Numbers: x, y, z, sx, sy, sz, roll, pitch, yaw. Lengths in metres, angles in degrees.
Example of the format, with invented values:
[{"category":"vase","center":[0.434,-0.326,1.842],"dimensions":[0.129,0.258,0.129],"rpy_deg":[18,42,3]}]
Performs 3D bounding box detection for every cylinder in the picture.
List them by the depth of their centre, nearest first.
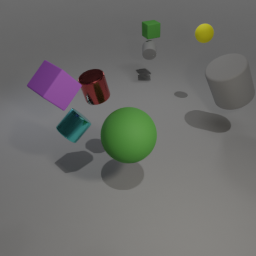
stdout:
[{"category":"cylinder","center":[-0.888,-1.091,7.441],"dimensions":[0.700,0.700,0.700],"rpy_deg":[-8,43,8]},{"category":"cylinder","center":[-1.485,-0.066,7.692],"dimensions":[0.700,0.700,0.700],"rpy_deg":[-50,43,2]},{"category":"cylinder","center":[3.531,-1.591,9.687],"dimensions":[1.400,1.400,1.400],"rpy_deg":[-20,41,18]},{"category":"cylinder","center":[1.068,-3.888,13.989],"dimensions":[0.700,0.700,0.700],"rpy_deg":[1,51,2]}]

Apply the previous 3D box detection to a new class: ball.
[{"category":"ball","center":[0.018,0.178,6.982],"dimensions":[1.400,1.400,1.400],"rpy_deg":[0,33,0]},{"category":"ball","center":[2.920,-3.615,10.707],"dimensions":[0.700,0.700,0.700],"rpy_deg":[0,33,0]}]

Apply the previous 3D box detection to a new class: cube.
[{"category":"cube","center":[-1.602,-0.925,6.122],"dimensions":[0.700,0.700,0.700],"rpy_deg":[32,87,34]},{"category":"cube","center":[1.141,-4.879,13.870],"dimensions":[0.700,0.700,0.700],"rpy_deg":[-15,37,-16]}]
